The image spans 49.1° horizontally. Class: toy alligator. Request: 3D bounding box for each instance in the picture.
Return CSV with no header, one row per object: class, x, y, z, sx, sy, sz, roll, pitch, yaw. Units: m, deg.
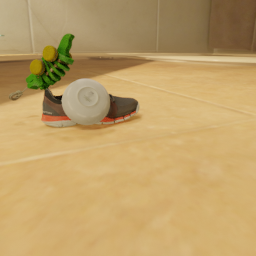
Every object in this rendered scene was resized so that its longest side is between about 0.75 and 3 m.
toy alligator,-2.103,-1.317,7.167,0.678,2.499,0.741,53,19,14

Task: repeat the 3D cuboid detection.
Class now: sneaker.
sneaker,-0.922,-0.721,7.435,2.718,1.113,1.047,-8,19,-23

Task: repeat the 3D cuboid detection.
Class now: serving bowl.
serving bowl,-0.994,-0.697,6.841,1.200,1.200,0.395,-6,-14,-17
